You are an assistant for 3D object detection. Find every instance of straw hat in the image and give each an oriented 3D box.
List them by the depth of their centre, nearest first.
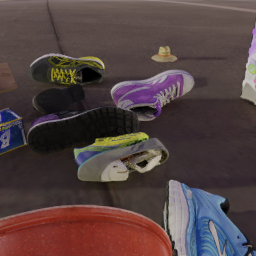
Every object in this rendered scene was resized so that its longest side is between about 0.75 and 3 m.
[{"bbox_3d":[1.719,-3.562,13.199,1.310,0.554,1.310,1,29,0],"label":"straw hat"}]

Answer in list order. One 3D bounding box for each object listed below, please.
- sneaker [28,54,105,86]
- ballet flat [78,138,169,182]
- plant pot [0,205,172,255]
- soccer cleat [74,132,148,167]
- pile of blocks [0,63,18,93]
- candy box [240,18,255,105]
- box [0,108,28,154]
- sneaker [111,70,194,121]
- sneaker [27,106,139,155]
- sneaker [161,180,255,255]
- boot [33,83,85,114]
[{"bbox_3d":[-2.139,-2.072,10.102,2.788,1.038,1.180,-9,31,-15],"label":"sneaker"},{"bbox_3d":[-0.018,0.711,5.652,1.975,0.665,0.629,-18,42,-27],"label":"ballet flat"},{"bbox_3d":[-0.420,2.114,1.910,2.233,2.233,2.171,-6,38,-10],"label":"plant pot"},{"bbox_3d":[-0.347,0.383,6.201,1.784,0.577,0.746,-21,51,-28],"label":"soccer cleat"},{"bbox_3d":[-4.075,-0.797,7.271,0.810,1.070,2.607,-17,30,38],"label":"pile of blocks"},{"bbox_3d":[4.511,-1.752,7.814,0.976,2.729,2.289,-13,32,-19],"label":"candy box"},{"bbox_3d":[-3.529,0.323,6.202,2.336,0.751,0.818,-25,38,-36],"label":"box"},{"bbox_3d":[0.967,-0.850,8.232,2.650,0.960,1.511,-17,38,-12],"label":"sneaker"},{"bbox_3d":[-1.089,-0.175,6.914,2.644,1.001,1.158,-7,25,-12],"label":"sneaker"},{"bbox_3d":[1.113,1.695,3.501,1.275,1.111,2.835,5,30,2],"label":"sneaker"},{"bbox_3d":[-2.183,-0.675,7.808,1.285,0.666,1.967,-15,9,29],"label":"boot"}]
